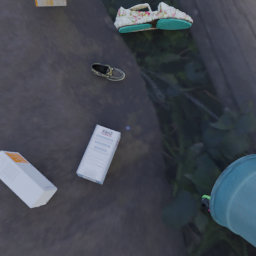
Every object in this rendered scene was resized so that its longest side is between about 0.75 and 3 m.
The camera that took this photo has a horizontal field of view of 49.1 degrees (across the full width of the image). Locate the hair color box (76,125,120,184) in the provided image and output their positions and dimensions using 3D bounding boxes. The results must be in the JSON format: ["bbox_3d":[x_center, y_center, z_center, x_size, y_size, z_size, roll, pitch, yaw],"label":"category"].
[{"bbox_3d":[-0.782,0.718,7.682,0.719,0.440,1.452,19,70,5],"label":"hair color box"}]

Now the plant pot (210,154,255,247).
[{"bbox_3d":[3.153,1.844,5.964,1.988,1.988,1.947,-29,27,-11],"label":"plant pot"}]

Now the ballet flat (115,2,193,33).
[{"bbox_3d":[0.827,-3.640,9.093,2.554,0.966,0.816,-4,89,-3],"label":"ballet flat"}]

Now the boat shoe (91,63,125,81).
[{"bbox_3d":[-0.638,-1.739,8.676,1.075,0.324,0.383,15,89,7],"label":"boat shoe"}]

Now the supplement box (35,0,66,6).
[{"bbox_3d":[-2.588,-4.405,9.343,1.021,0.644,0.375,-7,84,-14],"label":"supplement box"}]

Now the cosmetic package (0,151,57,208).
[{"bbox_3d":[-2.672,1.287,7.178,1.566,0.794,0.558,39,89,12],"label":"cosmetic package"}]

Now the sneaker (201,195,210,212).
[{"bbox_3d":[2.173,1.963,7.029,0.338,0.881,0.369,31,78,-18],"label":"sneaker"}]
